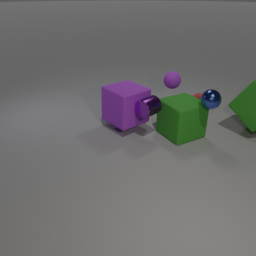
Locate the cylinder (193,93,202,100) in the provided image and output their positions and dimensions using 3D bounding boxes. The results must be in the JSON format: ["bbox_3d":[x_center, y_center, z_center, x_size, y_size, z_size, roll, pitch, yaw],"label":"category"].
[{"bbox_3d":[3.250,-1.205,12.947,0.700,0.700,0.700,8,21,15],"label":"cylinder"}]

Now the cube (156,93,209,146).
[{"bbox_3d":[2.054,-0.387,10.734,1.400,1.400,1.400,-15,31,-26],"label":"cube"}]

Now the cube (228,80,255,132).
[{"bbox_3d":[5.033,-0.915,10.640,1.400,1.400,1.400,-18,65,-42],"label":"cube"}]

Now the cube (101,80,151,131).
[{"bbox_3d":[-0.087,-0.935,11.028,1.400,1.400,1.400,-21,35,-36],"label":"cube"}]

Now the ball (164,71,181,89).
[{"bbox_3d":[1.796,-1.937,11.350,0.700,0.700,0.700,0,28,0],"label":"ball"}]

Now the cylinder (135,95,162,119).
[{"bbox_3d":[0.748,-0.775,10.200,0.700,0.700,0.700,-25,37,-36],"label":"cylinder"}]

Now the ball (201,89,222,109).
[{"bbox_3d":[2.886,-0.996,9.734,0.700,0.700,0.700,0,28,0],"label":"ball"}]
